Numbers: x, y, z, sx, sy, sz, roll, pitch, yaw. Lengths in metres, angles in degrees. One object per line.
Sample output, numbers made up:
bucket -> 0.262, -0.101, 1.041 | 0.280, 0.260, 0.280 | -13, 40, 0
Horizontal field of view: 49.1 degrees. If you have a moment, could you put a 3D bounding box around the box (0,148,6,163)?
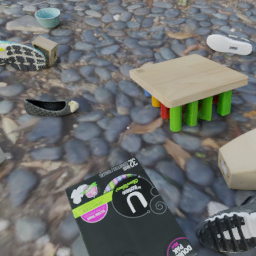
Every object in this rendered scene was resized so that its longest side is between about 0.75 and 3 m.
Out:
box -> -4.567, 0.368, 7.788 | 2.590, 0.537, 0.501 | 21, 50, 20

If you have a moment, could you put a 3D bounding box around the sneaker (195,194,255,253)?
sneaker -> 2.687, 1.983, 6.103 | 2.513, 1.137, 0.835 | -17, 90, 6

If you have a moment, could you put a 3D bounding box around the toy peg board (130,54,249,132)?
toy peg board -> 1.798, -1.148, 8.945 | 2.655, 1.299, 2.644 | -17, 34, -17

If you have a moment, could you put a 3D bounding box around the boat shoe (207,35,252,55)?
boat shoe -> 4.089, -3.451, 11.288 | 1.787, 0.641, 0.606 | 13, 49, 9

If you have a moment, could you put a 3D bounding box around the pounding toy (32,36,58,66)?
pounding toy -> -3.168, -2.931, 10.703 | 0.913, 0.992, 0.705 | 25, 50, 4

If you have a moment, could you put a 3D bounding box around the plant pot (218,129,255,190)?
plant pot -> 2.880, 0.896, 6.984 | 1.012, 1.143, 1.141 | -15, 48, 3

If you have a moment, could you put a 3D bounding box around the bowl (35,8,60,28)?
bowl -> -3.595, -4.931, 12.698 | 1.102, 0.576, 1.102 | 0, 47, -1

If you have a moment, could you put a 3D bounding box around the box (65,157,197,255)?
box -> -0.001, 2.050, 5.534 | 1.670, 1.397, 2.248 | -23, 52, -12

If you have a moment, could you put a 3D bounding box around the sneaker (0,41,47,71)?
sneaker -> -4.201, -2.895, 10.571 | 2.630, 1.019, 1.047 | 16, 40, 14

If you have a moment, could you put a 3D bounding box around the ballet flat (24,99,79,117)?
ballet flat -> -2.411, -0.674, 8.785 | 1.710, 0.486, 0.568 | -3, 47, -3
